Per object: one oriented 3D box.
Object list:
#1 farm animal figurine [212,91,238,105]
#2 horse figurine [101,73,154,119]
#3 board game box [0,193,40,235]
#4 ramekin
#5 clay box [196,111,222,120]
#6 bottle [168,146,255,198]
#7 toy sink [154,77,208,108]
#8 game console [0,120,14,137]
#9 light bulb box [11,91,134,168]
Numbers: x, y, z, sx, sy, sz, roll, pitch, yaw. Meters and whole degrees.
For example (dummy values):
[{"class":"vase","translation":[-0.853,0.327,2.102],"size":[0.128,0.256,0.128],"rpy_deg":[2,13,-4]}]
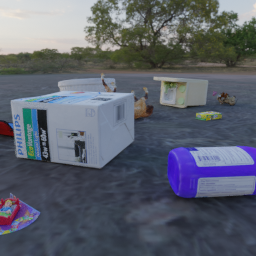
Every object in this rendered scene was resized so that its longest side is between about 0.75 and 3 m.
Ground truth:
[{"class":"farm animal figurine","translation":[4.934,-1.478,14.520],"size":[0.983,0.612,1.217],"rpy_deg":[17,7,-12]},{"class":"horse figurine","translation":[-0.124,-1.031,10.956],"size":[2.926,0.730,1.939],"rpy_deg":[17,47,-19]},{"class":"board game box","translation":[-1.810,1.203,4.096],"size":[0.982,0.191,0.776],"rpy_deg":[11,17,39]},{"class":"ramekin","translation":[-1.817,-1.541,12.677],"size":[2.587,1.205,2.587],"rpy_deg":[-3,6,0]},{"class":"clay box","translation":[3.113,-0.475,10.942],"size":[0.958,0.228,0.551],"rpy_deg":[-7,14,-29]},{"class":"bottle","translation":[1.890,0.724,4.845],"size":[2.316,0.756,0.967],"rpy_deg":[-1,15,-6]},{"class":"toy sink","translation":[2.576,-1.777,13.929],"size":[2.460,1.378,1.603],"rpy_deg":[-6,14,-43]},{"class":"game console","translation":[-3.748,-0.162,8.498],"size":[1.213,1.045,0.720],"rpy_deg":[6,55,21]},{"class":"light bulb box","translation":[-1.230,-0.113,6.958],"size":[2.233,1.394,2.214],"rpy_deg":[5,14,19]}]
